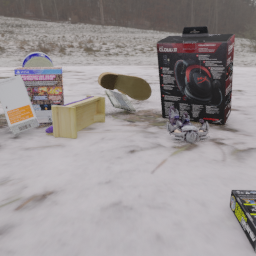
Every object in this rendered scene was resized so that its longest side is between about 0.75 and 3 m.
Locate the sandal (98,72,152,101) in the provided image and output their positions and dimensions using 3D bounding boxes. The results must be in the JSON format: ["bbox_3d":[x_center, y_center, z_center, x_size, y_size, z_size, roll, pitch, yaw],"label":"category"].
[{"bbox_3d":[-0.205,-2.031,12.596,2.812,1.031,0.925,10,22,-37],"label":"sandal"}]

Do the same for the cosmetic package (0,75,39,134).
[{"bbox_3d":[-3.152,-0.677,7.962,0.763,1.505,0.536,-21,-19,-16],"label":"cosmetic package"}]

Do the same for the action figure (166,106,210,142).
[{"bbox_3d":[1.550,-0.056,7.650,1.133,0.604,1.741,9,18,-8],"label":"action figure"}]

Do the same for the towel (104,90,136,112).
[{"bbox_3d":[-0.291,-1.060,10.570,1.053,0.189,1.093,8,35,-36],"label":"towel"}]

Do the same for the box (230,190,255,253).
[{"bbox_3d":[2.134,1.181,3.639,1.311,0.290,1.050,1,16,3],"label":"box"}]

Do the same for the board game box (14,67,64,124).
[{"bbox_3d":[-2.812,-1.073,9.124,1.405,1.762,0.853,-2,16,-11],"label":"board game box"}]

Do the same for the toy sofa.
[{"bbox_3d":[-1.534,-0.414,8.390,1.038,0.881,2.128,6,16,19],"label":"toy sofa"}]

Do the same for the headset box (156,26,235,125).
[{"bbox_3d":[2.180,-1.728,9.027,2.182,2.936,1.101,8,32,29],"label":"headset box"}]

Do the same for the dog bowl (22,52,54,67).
[{"bbox_3d":[-6.333,-4.217,19.784,2.128,2.128,0.838,-7,37,-23],"label":"dog bowl"}]
